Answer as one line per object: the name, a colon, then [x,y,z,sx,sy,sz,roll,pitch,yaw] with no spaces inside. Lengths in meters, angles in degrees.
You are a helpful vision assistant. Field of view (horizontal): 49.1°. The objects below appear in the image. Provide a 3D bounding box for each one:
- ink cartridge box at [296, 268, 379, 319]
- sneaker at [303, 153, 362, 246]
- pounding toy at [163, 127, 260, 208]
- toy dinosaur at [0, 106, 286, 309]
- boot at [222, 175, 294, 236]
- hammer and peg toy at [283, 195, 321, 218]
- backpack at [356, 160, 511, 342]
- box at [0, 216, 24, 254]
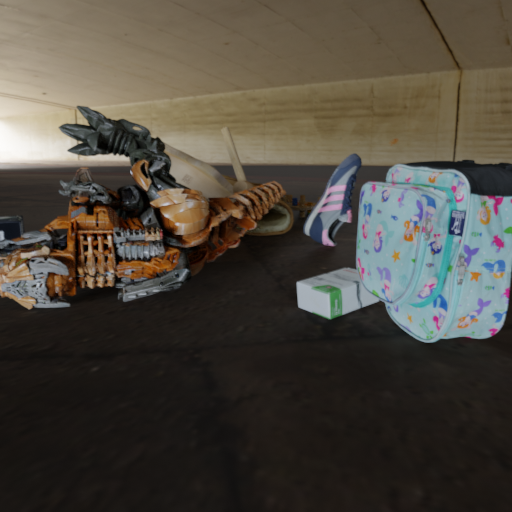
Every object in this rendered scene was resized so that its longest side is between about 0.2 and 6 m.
ink cartridge box: [1.128,0.493,7.676,0.936,0.389,0.686,-15,18,-32]
sneaker: [1.872,-1.165,12.144,0.849,2.069,0.726,37,19,28]
pounding toy: [-0.936,-1.622,12.300,3.289,1.887,1.880,30,-9,34]
toy dinosaur: [-1.734,-0.475,9.198,4.952,2.529,3.361,5,29,-45]
boot: [-0.713,-1.425,15.103,3.325,1.256,3.797,-1,13,2]
hammer and peg toy: [1.243,-1.553,17.348,1.158,0.555,1.574,-12,16,-39]
backpack: [2.053,-0.026,6.464,1.527,2.028,1.801,-7,14,-14]
box: [-5.430,-0.428,11.632,1.112,0.689,1.093,-4,11,-20]
